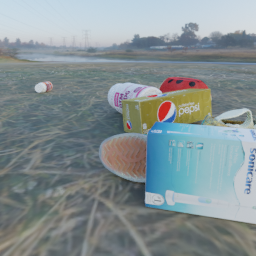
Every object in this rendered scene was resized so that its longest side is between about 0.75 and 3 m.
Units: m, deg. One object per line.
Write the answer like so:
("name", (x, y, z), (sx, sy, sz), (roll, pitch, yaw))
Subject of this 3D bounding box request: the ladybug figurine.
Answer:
("ladybug figurine", (2.562, -1.729, 12.868), (2.028, 1.075, 2.988), (-11, 19, -33))

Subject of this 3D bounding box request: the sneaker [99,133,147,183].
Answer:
("sneaker", (0.775, 0.569, 5.586), (2.643, 0.943, 1.056), (2, 0, 18))

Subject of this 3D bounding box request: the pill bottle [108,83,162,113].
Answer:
("pill bottle", (0.213, -0.996, 10.133), (1.205, 1.205, 2.125), (-10, 19, -32))

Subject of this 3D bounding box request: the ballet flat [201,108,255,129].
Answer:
("ballet flat", (3.261, -0.043, 7.321), (2.955, 1.045, 1.045), (-3, 17, -12))

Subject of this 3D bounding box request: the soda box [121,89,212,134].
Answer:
("soda box", (1.284, -0.584, 8.723), (2.938, 0.995, 0.941), (-14, 14, -33))

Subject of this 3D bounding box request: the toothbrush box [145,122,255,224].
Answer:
("toothbrush box", (1.198, 0.644, 4.410), (1.748, 1.280, 0.746), (4, 17, 16))

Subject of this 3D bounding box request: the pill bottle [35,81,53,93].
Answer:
("pill bottle", (-4.741, -2.296, 15.746), (0.563, 0.563, 1.028), (5, 16, 15))
